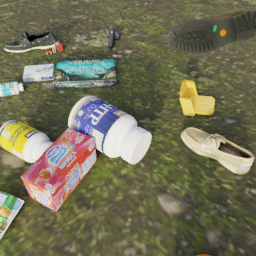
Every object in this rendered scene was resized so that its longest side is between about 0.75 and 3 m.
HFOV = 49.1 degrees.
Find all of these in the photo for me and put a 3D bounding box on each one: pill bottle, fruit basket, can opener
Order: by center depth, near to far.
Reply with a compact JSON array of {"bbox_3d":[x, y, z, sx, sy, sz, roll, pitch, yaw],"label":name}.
[{"bbox_3d":[-3.601,2.295,7.508,1.134,0.574,1.224,16,50,16],"label":"fruit basket"},{"bbox_3d":[-3.194,0.499,8.990,1.817,1.018,1.018,23,49,22],"label":"pill bottle"},{"bbox_3d":[-0.564,0.081,9.096,2.496,1.494,1.494,29,51,25],"label":"pill bottle"},{"bbox_3d":[-4.794,-1.610,11.488,0.935,0.518,0.518,-11,46,-11],"label":"pill bottle"},{"bbox_3d":[-0.848,-4.648,14.544,0.681,0.549,1.733,4,44,3],"label":"can opener"}]

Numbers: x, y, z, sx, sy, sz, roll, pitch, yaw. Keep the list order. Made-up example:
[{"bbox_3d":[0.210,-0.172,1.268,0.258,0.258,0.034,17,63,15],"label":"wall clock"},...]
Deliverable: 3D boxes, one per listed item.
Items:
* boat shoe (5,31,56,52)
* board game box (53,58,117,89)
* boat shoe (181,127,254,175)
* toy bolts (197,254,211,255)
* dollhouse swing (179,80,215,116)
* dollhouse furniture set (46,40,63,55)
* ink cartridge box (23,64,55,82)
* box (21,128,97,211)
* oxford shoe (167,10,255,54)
[{"bbox_3d":[-4.940,-4.432,14.100,2.579,0.855,0.964,-6,45,-6],"label":"boat shoe"},{"bbox_3d":[-1.873,-2.462,12.449,2.690,0.379,1.820,-3,45,-3],"label":"board game box"},{"bbox_3d":[2.860,0.548,9.100,2.447,0.795,0.883,34,54,29],"label":"boat shoe"},{"bbox_3d":[1.938,3.915,5.702,2.196,1.523,2.098,13,5,26],"label":"toy bolts"},{"bbox_3d":[2.684,-1.186,10.750,1.087,1.123,1.236,-4,40,26],"label":"dollhouse swing"},{"bbox_3d":[-3.753,-4.038,14.058,0.883,0.359,0.475,-24,49,-22],"label":"dollhouse furniture set"},{"bbox_3d":[-4.007,-2.604,12.673,1.305,0.266,1.308,-6,45,-6],"label":"ink cartridge box"},{"bbox_3d":[-1.929,1.166,8.277,1.028,1.073,2.153,21,48,20],"label":"box"},{"bbox_3d":[2.466,-2.781,8.180,2.603,0.946,1.099,-5,24,13],"label":"oxford shoe"}]
